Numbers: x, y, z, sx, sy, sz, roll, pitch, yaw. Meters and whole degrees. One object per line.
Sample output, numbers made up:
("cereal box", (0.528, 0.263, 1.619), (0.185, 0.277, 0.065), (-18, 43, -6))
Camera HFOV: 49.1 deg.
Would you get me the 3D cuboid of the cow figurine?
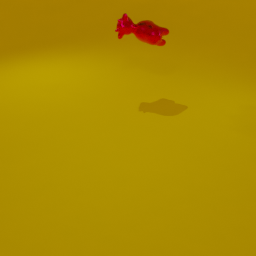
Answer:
("cow figurine", (0.436, -3.308, 9.554), (1.573, 0.864, 1.548), (36, 33, 32))
